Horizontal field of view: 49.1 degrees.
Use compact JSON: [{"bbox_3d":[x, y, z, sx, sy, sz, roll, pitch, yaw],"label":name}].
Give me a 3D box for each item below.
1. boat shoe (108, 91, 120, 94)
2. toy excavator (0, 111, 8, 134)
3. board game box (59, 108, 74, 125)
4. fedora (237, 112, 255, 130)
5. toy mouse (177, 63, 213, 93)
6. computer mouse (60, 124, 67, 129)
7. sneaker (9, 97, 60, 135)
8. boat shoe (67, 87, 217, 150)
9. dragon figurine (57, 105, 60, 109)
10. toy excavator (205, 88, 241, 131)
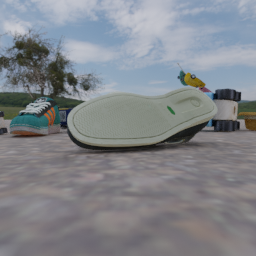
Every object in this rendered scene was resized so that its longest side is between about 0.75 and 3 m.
[{"bbox_3d":[0.114,-0.626,9.872,2.457,0.882,0.831,18,22,-43],"label":"boat shoe"},{"bbox_3d":[-3.681,-0.057,6.764,1.084,0.557,1.115,0,11,38],"label":"toy excavator"},{"bbox_3d":[-0.614,-0.240,8.374,2.201,0.679,2.199,0,0,44],"label":"board game box"},{"bbox_3d":[4.231,-0.207,8.978,1.411,0.575,1.411,2,2,0],"label":"fedora"},{"bbox_3d":[2.873,-1.853,12.198,2.301,0.445,2.045,36,7,2],"label":"toy mouse"},{"bbox_3d":[-2.326,-0.139,10.538,0.788,0.315,1.437,-3,3,-29],"label":"computer mouse"},{"bbox_3d":[-2.251,-0.314,6.915,0.840,0.940,2.353,0,2,0],"label":"sneaker"},{"bbox_3d":[0.260,-0.014,4.105,2.459,0.883,0.831,-10,-32,-35],"label":"boat shoe"},{"bbox_3d":[-3.532,-0.442,12.443,0.762,1.287,2.589,-1,-17,11],"label":"dragon figurine"},{"bbox_3d":[2.022,-0.546,8.665,2.477,1.237,2.409,2,2,32],"label":"toy excavator"}]
